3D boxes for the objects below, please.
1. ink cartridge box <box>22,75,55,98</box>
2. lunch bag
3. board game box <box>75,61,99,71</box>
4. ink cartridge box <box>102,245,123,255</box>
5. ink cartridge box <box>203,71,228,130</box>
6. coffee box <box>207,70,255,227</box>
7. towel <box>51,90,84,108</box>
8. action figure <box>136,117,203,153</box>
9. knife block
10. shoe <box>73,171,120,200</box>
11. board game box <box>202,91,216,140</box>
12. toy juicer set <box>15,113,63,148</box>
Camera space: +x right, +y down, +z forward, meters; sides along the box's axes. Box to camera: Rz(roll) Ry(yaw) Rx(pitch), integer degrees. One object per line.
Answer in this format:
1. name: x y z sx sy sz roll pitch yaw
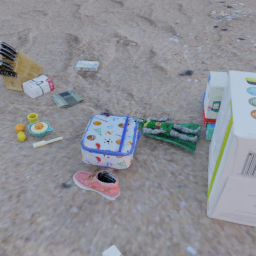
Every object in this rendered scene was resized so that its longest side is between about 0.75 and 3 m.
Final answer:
1. ink cartridge box: -3.863 -1.794 12.090 0.779 0.447 1.073 32 49 33
2. lunch bag: -0.490 0.319 8.964 1.742 0.821 2.174 6 36 5
3. board game box: -2.015 -3.087 13.893 1.042 0.178 0.701 4 40 6
4. ink cartridge box: -0.197 3.033 6.066 0.333 0.577 0.790 -26 46 -29
5. ink cartridge box: 2.980 -0.891 9.599 0.605 1.798 1.045 5 39 8
6. coffee box: 3.796 0.567 7.221 2.912 2.916 2.884 9 40 11
7. towel: -2.518 -1.198 11.624 1.033 0.185 1.073 -20 41 -27
8. action figure: 1.316 0.036 9.774 2.305 0.630 1.361 12 44 20
9. knife block: -4.802 -2.914 11.977 0.849 2.331 2.655 11 40 11
10. shoe: -0.911 1.441 7.922 1.537 0.699 0.549 20 43 23
11. board game box: 3.789 -0.446 10.351 1.867 0.552 2.454 5 39 6
12. toy juicer set: -3.253 0.104 9.740 1.771 0.482 1.127 32 48 32
